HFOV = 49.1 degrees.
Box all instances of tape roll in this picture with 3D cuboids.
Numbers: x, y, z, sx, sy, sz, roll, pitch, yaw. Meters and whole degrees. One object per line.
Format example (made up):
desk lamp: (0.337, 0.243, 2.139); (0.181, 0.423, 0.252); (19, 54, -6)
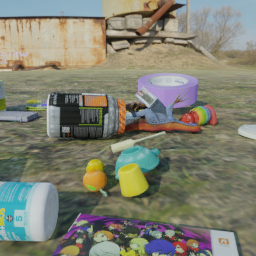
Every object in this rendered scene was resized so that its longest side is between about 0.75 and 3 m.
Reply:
tape roll: (1.781, -1.744, 12.603); (2.653, 0.870, 2.653); (-2, 25, 1)

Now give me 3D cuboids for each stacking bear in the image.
stacking bear: (2.469, -0.374, 10.120); (1.300, 0.739, 0.789); (-15, 20, -30)

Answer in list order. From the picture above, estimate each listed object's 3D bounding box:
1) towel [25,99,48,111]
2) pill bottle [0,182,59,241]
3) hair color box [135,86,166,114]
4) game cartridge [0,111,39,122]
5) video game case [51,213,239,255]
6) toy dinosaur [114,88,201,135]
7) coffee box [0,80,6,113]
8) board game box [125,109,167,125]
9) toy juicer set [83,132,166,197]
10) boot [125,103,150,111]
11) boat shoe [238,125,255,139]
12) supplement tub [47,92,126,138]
towel: (-4.278, -1.179, 13.936); (1.565, 0.248, 2.180); (-3, 15, -14)
pill bottle: (-1.783, 1.168, 3.972); (1.440, 0.798, 0.798); (0, 15, 2)
hair color box: (0.868, -0.852, 9.704); (0.711, 0.435, 1.435); (45, 6, 27)
game cartridge: (-4.512, -0.457, 11.213); (1.518, 0.291, 0.984); (2, 19, 9)
video game case: (0.133, 1.660, 2.924); (2.114, 0.379, 1.916); (3, 15, 12)
toy dinosaur: (1.162, -0.135, 9.337); (2.264, 2.495, 1.310); (33, -4, 16)
coffee box: (-6.160, -1.204, 11.596); (1.490, 1.476, 1.493); (2, 15, 7)
board game box: (0.519, -0.405, 10.797); (1.978, 0.339, 1.330); (-6, 16, -22)
toy juicer set: (-0.064, 0.796, 5.983); (1.510, 0.646, 2.374); (-13, 14, 23)
boot: (0.275, -0.955, 12.527); (1.506, 0.548, 1.600); (-6, 15, -19)
boat shoe: (4.517, -0.019, 8.511); (2.151, 0.766, 0.750); (6, 16, 20)
supplement tub: (-1.252, -0.361, 8.463); (2.243, 1.374, 1.374); (1, 14, -12)
